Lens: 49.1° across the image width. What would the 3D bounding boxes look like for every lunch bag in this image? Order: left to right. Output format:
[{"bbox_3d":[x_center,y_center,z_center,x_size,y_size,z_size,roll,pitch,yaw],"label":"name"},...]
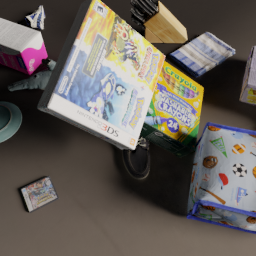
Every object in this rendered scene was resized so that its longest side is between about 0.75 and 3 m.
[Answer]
[{"bbox_3d":[3.031,1.297,6.900,2.705,1.675,2.299,14,61,6],"label":"lunch bag"}]

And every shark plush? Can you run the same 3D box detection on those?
[{"bbox_3d":[-2.575,-1.979,9.381,2.914,1.214,1.324,-15,57,-10],"label":"shark plush"}]

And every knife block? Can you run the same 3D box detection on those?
[{"bbox_3d":[1.190,-4.152,10.392,2.248,1.973,0.719,1,57,1],"label":"knife block"}]

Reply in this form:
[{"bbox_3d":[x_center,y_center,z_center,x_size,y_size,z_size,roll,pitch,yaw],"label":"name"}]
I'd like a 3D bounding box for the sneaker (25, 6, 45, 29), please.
[{"bbox_3d":[-3.860,-4.579,11.570,0.713,0.499,1.235,-2,58,-4],"label":"sneaker"}]

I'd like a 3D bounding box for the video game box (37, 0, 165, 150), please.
[{"bbox_3d":[-0.439,-1.144,6.573,0.633,2.464,2.705,4,71,49],"label":"video game box"}]

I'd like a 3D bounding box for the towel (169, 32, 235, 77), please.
[{"bbox_3d":[2.803,-2.821,10.528,2.091,0.249,1.536,-33,63,-20],"label":"towel"}]

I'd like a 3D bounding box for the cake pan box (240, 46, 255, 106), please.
[{"bbox_3d":[5.165,-1.534,9.026,2.681,0.761,2.911,19,45,12],"label":"cake pan box"}]

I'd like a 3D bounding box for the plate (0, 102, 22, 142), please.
[{"bbox_3d":[-4.219,-0.238,8.822,1.674,0.214,1.674,0,55,-1],"label":"plate"}]

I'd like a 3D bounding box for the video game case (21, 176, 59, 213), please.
[{"bbox_3d":[-2.368,1.768,7.534,0.818,0.104,0.739,-25,59,-16],"label":"video game case"}]

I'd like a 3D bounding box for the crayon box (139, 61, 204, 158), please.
[{"bbox_3d":[1.290,-0.796,8.400,1.799,0.738,2.862,29,54,-19],"label":"crayon box"}]

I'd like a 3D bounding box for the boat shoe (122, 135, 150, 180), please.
[{"bbox_3d":[0.217,0.389,8.107,0.794,0.686,2.187,-3,56,-2],"label":"boat shoe"}]

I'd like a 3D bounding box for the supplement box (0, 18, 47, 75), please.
[{"bbox_3d":[-4.264,-3.021,10.126,2.277,1.152,1.177,21,59,14],"label":"supplement box"}]
